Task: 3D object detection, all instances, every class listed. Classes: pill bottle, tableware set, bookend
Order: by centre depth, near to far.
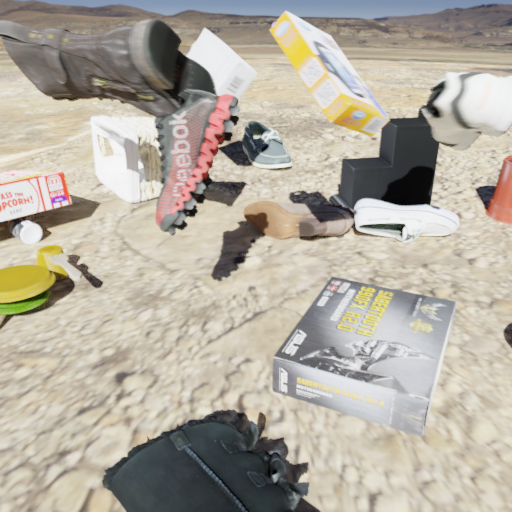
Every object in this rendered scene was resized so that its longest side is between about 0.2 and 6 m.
[{"bbox_3d":[-5.041,0.632,9.208,4.017,0.616,2.706,-17,27,-29],"label":"tableware set"},{"bbox_3d":[-4.901,-0.579,11.774,0.468,0.468,0.882,-22,33,-38],"label":"pill bottle"},{"bbox_3d":[3.001,-2.242,13.223,2.266,2.252,1.044,-6,27,-9],"label":"bookend"}]

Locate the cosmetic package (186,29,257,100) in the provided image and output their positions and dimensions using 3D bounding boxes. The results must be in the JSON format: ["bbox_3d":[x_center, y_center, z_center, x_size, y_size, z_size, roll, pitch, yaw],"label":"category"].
[{"bbox_3d":[-0.877,-4.381,13.027,0.719,1.000,1.773,19,29,-47],"label":"cosmetic package"}]

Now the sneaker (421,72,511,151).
[{"bbox_3d":[3.134,-2.347,8.778,1.130,1.041,2.824,15,4,4],"label":"sneaker"}]

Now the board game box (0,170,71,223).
[{"bbox_3d":[-5.902,-1.261,12.244,2.436,0.745,3.216,-22,21,-38],"label":"board game box"}]

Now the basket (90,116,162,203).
[{"bbox_3d":[-3.076,-2.635,14.615,1.623,1.784,2.631,-14,28,-31],"label":"basket"}]

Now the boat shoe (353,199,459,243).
[{"bbox_3d":[3.110,-0.599,11.698,2.191,0.806,0.732,7,56,6],"label":"boat shoe"}]

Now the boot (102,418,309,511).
[{"bbox_3d":[-0.663,2.487,4.678,2.735,1.012,2.241,-8,28,-33],"label":"boot"}]

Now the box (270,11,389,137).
[{"bbox_3d":[0.907,-2.407,7.235,1.086,0.378,1.824,-1,59,-51],"label":"box"}]

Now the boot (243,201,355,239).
[{"bbox_3d":[1.031,-0.847,12.195,2.167,0.761,1.585,20,26,34],"label":"boot"}]

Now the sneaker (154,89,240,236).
[{"bbox_3d":[-0.893,-1.182,6.687,0.906,1.856,0.656,22,-8,-2],"label":"sneaker"}]

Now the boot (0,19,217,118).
[{"bbox_3d":[-2.362,-2.926,9.582,2.828,3.249,1.125,5,70,21],"label":"boot"}]

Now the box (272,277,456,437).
[{"bbox_3d":[1.585,1.226,7.797,1.971,0.602,2.489,11,28,23],"label":"box"}]

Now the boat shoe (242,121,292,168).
[{"bbox_3d":[0.263,-3.436,17.227,1.128,0.957,3.098,-7,26,-15],"label":"boat shoe"}]

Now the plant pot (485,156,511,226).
[{"bbox_3d":[6.062,-1.527,12.762,1.377,1.339,1.377,0,25,0],"label":"plant pot"}]
